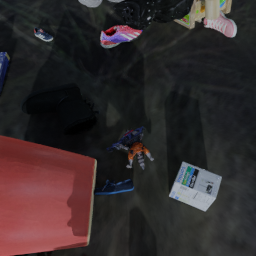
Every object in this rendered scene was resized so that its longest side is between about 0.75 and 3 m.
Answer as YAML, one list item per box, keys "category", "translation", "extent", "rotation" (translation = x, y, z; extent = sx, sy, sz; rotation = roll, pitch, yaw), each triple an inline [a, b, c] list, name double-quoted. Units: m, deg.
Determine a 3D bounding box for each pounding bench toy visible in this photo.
- category: "pounding bench toy"
  translation: [3.049, -5.042, 10.555]
  extent: [2.249, 1.791, 2.884]
  rotation: [-26, 47, -16]

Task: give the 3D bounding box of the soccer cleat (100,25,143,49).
- category: "soccer cleat"
  translation: [-0.208, -3.619, 10.613]
  extent: [1.817, 0.665, 0.620]
  rotation: [-26, 60, -16]

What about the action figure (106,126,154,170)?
- category: "action figure"
  translation: [0.072, 0.596, 7.978]
  extent: [1.278, 0.668, 1.236]
  rotation: [-27, 49, 13]

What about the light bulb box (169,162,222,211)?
- category: "light bulb box"
  translation: [1.658, 1.479, 7.011]
  extent: [1.001, 0.992, 0.625]
  rotation: [21, 58, 12]

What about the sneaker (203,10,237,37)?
- category: "sneaker"
  translation: [3.481, -4.030, 10.925]
  extent: [0.861, 0.620, 1.648]
  rotation: [-13, 52, -10]

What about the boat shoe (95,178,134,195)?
- category: "boat shoe"
  translation: [-0.377, 1.536, 7.357]
  extent: [1.036, 0.436, 0.356]
  rotation: [-4, 74, -19]

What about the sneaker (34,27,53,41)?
- category: "sneaker"
  translation: [-3.287, -3.645, 10.820]
  extent: [0.843, 0.356, 0.316]
  rotation: [23, 59, 14]

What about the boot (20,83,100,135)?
- category: "boot"
  translation: [-2.030, -0.462, 8.468]
  extent: [2.055, 0.760, 1.684]
  rotation: [-21, 57, -19]

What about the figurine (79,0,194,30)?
- category: "figurine"
  translation: [0.042, -3.213, 6.783]
  extent: [2.404, 1.035, 2.345]
  rotation: [32, 47, 21]

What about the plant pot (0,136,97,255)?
- category: "plant pot"
  translation: [-1.934, 1.528, 6.136]
  extent: [2.348, 2.653, 2.653]
  rotation: [6, 56, -5]

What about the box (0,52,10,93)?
- category: "box"
  translation: [-4.963, -1.615, 9.444]
  extent: [1.415, 0.378, 2.336]
  rotation: [-2, 56, -1]
